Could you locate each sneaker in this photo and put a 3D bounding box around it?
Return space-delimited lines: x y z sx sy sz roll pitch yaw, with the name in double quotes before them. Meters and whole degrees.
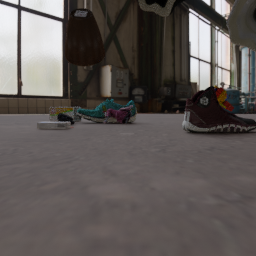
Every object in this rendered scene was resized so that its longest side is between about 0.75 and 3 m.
"sneaker" 2.384 -0.480 7.149 2.026 1.170 0.767 -1 4 -14
"sneaker" -0.977 -0.790 12.848 2.750 1.095 1.066 -1 3 -8

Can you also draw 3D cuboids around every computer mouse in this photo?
"computer mouse" -2.550 -0.285 11.484 0.640 0.372 2.183 21 1 -19

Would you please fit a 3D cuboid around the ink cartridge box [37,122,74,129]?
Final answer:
"ink cartridge box" -2.247 -0.093 8.784 0.929 0.208 0.819 1 5 7

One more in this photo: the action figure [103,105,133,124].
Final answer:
"action figure" -0.528 -0.609 11.926 1.281 0.954 0.858 17 16 24

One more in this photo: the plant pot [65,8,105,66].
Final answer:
"plant pot" -1.652 -3.431 10.340 1.565 1.565 1.674 1 -41 -1

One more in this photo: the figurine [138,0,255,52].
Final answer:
"figurine" 1.960 -2.768 5.471 2.842 1.224 2.773 26 40 12

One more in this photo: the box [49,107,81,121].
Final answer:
"box" -3.202 -0.705 14.318 1.436 0.728 0.808 1 3 20

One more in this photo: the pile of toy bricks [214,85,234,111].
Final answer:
"pile of toy bricks" 3.405 -0.603 10.438 1.330 1.495 2.694 38 8 12
